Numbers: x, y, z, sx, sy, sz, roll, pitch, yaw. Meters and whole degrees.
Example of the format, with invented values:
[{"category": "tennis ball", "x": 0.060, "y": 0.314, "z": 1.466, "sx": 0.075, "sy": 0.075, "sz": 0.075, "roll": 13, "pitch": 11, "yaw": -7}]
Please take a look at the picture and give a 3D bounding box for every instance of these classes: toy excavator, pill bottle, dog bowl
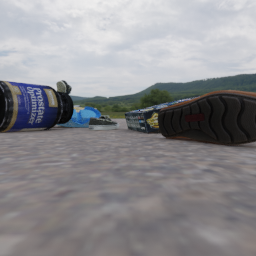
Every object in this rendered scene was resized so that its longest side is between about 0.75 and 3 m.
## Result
[{"category": "toy excavator", "x": -3.115, "y": -0.458, "z": 13.181, "sx": 1.952, "sy": 1.003, "sz": 2.007, "roll": -1, "pitch": 12, "yaw": -8}, {"category": "pill bottle", "x": -3.395, "y": -0.733, "z": 9.822, "sx": 1.653, "sy": 1.653, "sz": 2.956, "roll": 2, "pitch": 4, "yaw": 34}, {"category": "dog bowl", "x": -2.188, "y": -0.475, "z": 12.265, "sx": 1.945, "sy": 0.482, "sz": 1.084, "roll": 2, "pitch": 36, "yaw": -21}]

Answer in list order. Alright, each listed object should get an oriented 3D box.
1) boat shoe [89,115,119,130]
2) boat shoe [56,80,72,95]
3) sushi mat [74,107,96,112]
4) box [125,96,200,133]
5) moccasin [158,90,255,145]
[{"category": "boat shoe", "x": -0.850, "y": -0.209, "z": 10.546, "sx": 0.595, "sy": 0.536, "sz": 1.682, "roll": 1, "pitch": 3, "yaw": 28}, {"category": "boat shoe", "x": -2.697, "y": -1.712, "z": 11.972, "sx": 0.564, "sy": 0.599, "sz": 1.669, "roll": -37, "pitch": -1, "yaw": -17}, {"category": "sushi mat", "x": -2.810, "y": -0.606, "z": 12.689, "sx": 2.956, "sy": 0.179, "sz": 1.414, "roll": 5, "pitch": 39, "yaw": -19}, {"category": "box", "x": 1.300, "y": -0.494, "z": 9.690, "sx": 2.338, "sy": 0.677, "sz": 2.942, "roll": -15, "pitch": 5, "yaw": -11}, {"category": "moccasin", "x": 1.790, "y": -0.165, "z": 5.584, "sx": 1.104, "sy": 1.046, "sz": 2.860, "roll": -11, "pitch": -2, "yaw": -28}]
